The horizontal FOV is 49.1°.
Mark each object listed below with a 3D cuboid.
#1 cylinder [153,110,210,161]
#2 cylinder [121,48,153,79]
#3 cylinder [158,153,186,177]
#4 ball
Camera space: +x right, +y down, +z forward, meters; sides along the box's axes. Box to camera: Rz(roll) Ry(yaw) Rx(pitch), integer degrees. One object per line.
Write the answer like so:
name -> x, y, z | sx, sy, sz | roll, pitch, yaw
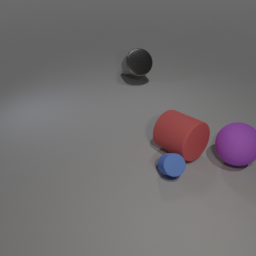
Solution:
cylinder -> 1.817, 0.233, 9.595 | 1.400, 1.400, 1.400 | -24, 35, -32
cylinder -> 0.447, -3.385, 14.894 | 1.400, 1.400, 1.400 | -8, 5, -12
cylinder -> 1.347, 1.139, 8.727 | 0.700, 0.700, 0.700 | -6, -3, -10
ball -> 3.538, 0.514, 9.015 | 1.400, 1.400, 1.400 | 0, 33, 0
